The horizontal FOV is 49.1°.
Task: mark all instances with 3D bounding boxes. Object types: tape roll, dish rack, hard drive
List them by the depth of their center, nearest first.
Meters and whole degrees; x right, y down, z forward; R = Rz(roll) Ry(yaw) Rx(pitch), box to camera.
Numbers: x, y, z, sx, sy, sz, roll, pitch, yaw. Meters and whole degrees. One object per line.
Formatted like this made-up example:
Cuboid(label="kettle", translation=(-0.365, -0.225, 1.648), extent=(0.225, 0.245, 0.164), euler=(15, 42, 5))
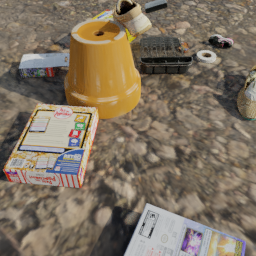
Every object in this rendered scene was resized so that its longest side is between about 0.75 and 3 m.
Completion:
Cuboid(label="hard drive", translation=(0.879, -3.873, 8.862), extent=(0.688, 0.162, 0.985), euler=(-12, 31, 11))
Cuboid(label="dish rack", translation=(1.514, -3.413, 12.287), extent=(2.155, 0.766, 2.809), euler=(0, 50, -2))
Cuboid(label="tape roll", translation=(3.516, -3.207, 12.581), extent=(0.874, 0.160, 0.874), euler=(0, 45, 0))

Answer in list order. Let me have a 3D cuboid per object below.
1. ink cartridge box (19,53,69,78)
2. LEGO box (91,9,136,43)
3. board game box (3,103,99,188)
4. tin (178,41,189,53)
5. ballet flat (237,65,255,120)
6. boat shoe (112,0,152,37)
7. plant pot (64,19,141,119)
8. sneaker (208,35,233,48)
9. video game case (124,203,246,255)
Cuboid(label="ink cartridge box", translation=(-3.435, -2.644, 11.785), extent=(2.010, 0.506, 1.095), euler=(-3, 45, -5))
Cuboid(label="LEGO box", translation=(-0.906, -4.546, 13.319), extent=(1.903, 0.986, 2.555), euler=(22, 49, 21))
Cuboid(label="board game box", translation=(-2.187, 0.417, 8.613), extent=(2.111, 0.645, 2.786), euler=(5, 45, 5))
Cuboid(label="tin", translation=(2.596, -3.809, 13.181), extent=(0.479, 0.179, 0.855), euler=(2, 45, -4))
Cuboid(label="ballet flat", translation=(4.678, -1.498, 10.328), extent=(1.013, 0.938, 2.874), euler=(15, 47, 14))
Cuboid(label="boat shoe", translation=(-0.013, -3.973, 9.585), extent=(1.004, 0.942, 2.723), euler=(-34, 36, 0))
Cuboid(label="plant pot", translation=(-0.922, -2.206, 9.851), extent=(2.835, 2.596, 2.835), euler=(0, 45, 0))
Cuboid(label="sneaker", translation=(4.374, -4.054, 13.219), extent=(1.164, 0.468, 0.503), euler=(12, 48, 13))
Cuboid(label="video game case", translation=(1.024, 3.199, 5.880), extent=(2.385, 0.598, 2.631), euler=(17, 48, 16))
